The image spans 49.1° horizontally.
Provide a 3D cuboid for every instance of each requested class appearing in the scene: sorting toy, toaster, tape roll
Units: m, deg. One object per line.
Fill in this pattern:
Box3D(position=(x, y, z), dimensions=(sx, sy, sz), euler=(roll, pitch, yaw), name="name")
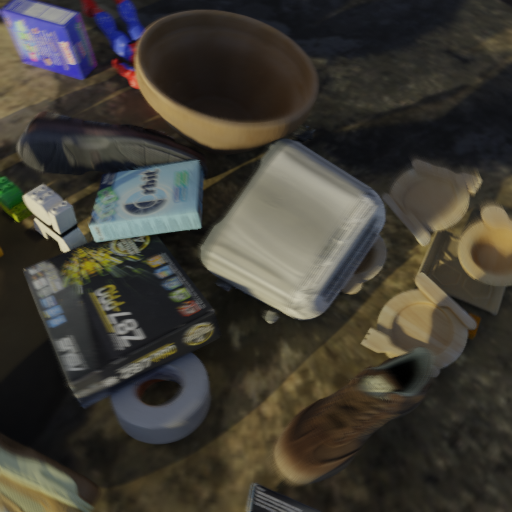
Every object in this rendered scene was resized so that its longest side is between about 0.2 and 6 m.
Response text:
Box3D(position=(3.042, 0.407, 8.357), dimensions=(1.249, 0.224, 1.676), euler=(25, 58, 13), name="sorting toy")
Box3D(position=(0.617, -0.365, 7.789), dimensions=(1.688, 1.485, 2.614), euler=(34, 85, 20), name="toaster")
Box3D(position=(-1.206, 1.739, 7.122), dimensions=(1.213, 0.401, 1.213), euler=(0, 43, 0), name="tape roll")

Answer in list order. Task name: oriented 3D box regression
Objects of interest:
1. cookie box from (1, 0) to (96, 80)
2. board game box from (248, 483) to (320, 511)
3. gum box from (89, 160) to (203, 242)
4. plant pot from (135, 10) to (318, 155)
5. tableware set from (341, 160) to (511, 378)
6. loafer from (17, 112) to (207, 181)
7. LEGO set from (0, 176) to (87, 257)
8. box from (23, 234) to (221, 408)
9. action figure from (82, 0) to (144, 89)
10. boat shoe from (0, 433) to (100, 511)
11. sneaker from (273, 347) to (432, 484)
Box3D(position=(-4.088, -4.310, 11.145), dimensions=(1.478, 1.264, 0.555), euler=(20, 60, 14), name="cookie box")
Box3D(position=(0.816, 4.292, 4.998), dimensions=(3.200, 0.987, 3.198), euler=(19, 57, 13), name="board game box")
Box3D(position=(-1.619, -0.853, 8.510), dimensions=(1.582, 0.352, 1.344), euler=(-8, 42, 2), name="gum box")
Box3D(position=(-0.584, -2.796, 9.765), dimensions=(3.048, 1.407, 3.048), euler=(8, 54, -11), name="plant pot")
Box3D(position=(2.443, 0.012, 8.152), dimensions=(3.136, 0.364, 2.619), euler=(-41, 59, -8), name="tableware set")
Box3D(position=(-2.286, -1.850, 9.255), dimensions=(3.014, 1.083, 0.949), euler=(6, 56, -9), name="loafer")
Box3D(position=(-4.500, -1.218, 8.603), dimensions=(3.871, 1.589, 1.477), euler=(34, 56, 22), name="LEGO set")
Box3D(position=(-1.887, 0.633, 7.650), dimensions=(1.938, 0.590, 2.405), euler=(-26, 45, -16), name="box")
Box3D(position=(-2.427, -4.202, 11.346), dimensions=(1.119, 0.884, 3.419), euler=(-27, 63, -12), name="action figure")
Box3D(position=(-3.236, 2.491, 6.321), dimensions=(2.823, 1.011, 1.075), euler=(19, 61, 15), name="boat shoe")
Box3D(position=(1.144, 1.671, 6.396), dimensions=(2.281, 0.861, 0.803), euler=(-23, 50, -35), name="sneaker")
